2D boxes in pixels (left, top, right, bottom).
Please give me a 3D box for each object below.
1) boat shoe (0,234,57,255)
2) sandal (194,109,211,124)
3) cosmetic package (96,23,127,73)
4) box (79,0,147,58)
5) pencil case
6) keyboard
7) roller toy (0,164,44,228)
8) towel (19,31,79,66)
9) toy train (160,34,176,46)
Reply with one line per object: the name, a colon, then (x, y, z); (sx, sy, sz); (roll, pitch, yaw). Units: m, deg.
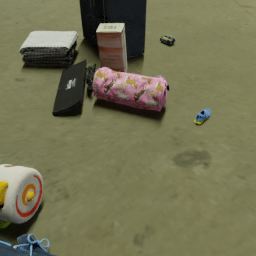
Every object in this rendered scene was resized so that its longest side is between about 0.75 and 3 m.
boat shoe: (-2.007, 2.294, 5.232); (1.992, 0.838, 0.684); (8, 53, 5)
sandal: (2.342, -0.415, 8.667); (0.303, 0.332, 0.762); (26, 46, 29)
cosmetic package: (-0.552, -2.794, 10.207); (0.927, 1.794, 0.783); (2, 42, 9)
box: (-0.697, -4.781, 11.605); (1.797, 2.899, 2.850); (-19, 45, -20)
pencil case: (0.052, -1.272, 9.012); (2.453, 1.016, 1.061); (12, 68, 16)
keyboard: (-1.751, -1.413, 9.830); (1.465, 0.558, 2.815); (-19, 41, 14)
roller toy: (-2.398, 1.376, 5.939); (0.895, 1.280, 1.168); (6, 36, 17)
towel: (-3.149, -3.288, 11.500); (2.085, 0.892, 1.727); (1, 40, 3)
toy train: (1.798, -4.007, 12.720); (0.756, 0.322, 0.431); (33, 61, 31)
